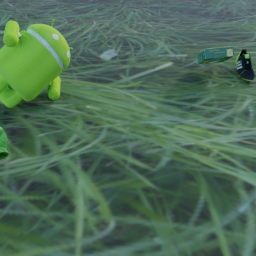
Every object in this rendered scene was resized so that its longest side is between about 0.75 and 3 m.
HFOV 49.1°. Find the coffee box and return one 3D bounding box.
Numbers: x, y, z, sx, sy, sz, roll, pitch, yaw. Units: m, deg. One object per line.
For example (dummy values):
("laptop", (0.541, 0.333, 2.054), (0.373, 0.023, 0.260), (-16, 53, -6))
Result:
("coffee box", (2.781, -2.315, 9.012), (0.899, 0.322, 1.462), (-4, 6, 7))

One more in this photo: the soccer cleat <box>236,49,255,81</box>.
("soccer cleat", (3.898, -2.104, 9.324), (0.485, 0.583, 1.437), (3, 44, 3))

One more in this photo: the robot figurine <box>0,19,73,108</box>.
("robot figurine", (-2.662, -1.765, 7.647), (2.546, 2.234, 1.473), (-47, 46, -15))

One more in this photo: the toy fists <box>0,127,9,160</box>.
("toy fists", (-3.310, 0.424, 5.707), (1.605, 0.552, 0.818), (-23, 71, -21))
